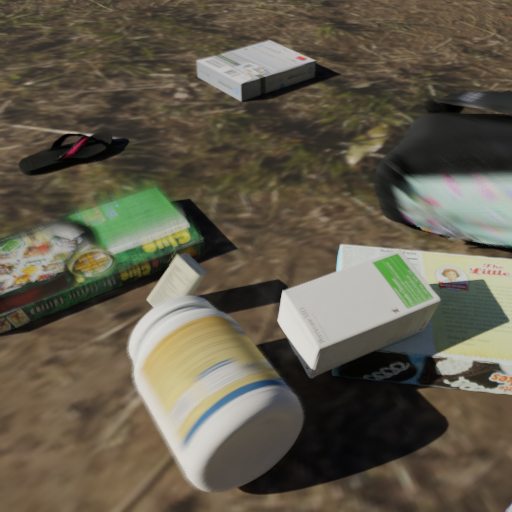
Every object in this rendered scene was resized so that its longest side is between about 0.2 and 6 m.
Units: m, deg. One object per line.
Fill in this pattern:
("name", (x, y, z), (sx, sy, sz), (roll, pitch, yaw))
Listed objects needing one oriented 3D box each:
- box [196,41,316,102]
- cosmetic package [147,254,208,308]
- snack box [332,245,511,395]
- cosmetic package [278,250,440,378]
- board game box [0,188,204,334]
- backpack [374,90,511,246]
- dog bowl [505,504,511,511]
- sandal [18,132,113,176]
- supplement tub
("box", (0.001, -4.585, 13.724), (2.324, 0.478, 1.812), (-28, 48, -28))
("cosmetic package", (-1.049, 0.405, 7.437), (0.422, 0.803, 0.285), (43, 20, 14))
("snack box", (2.679, 0.792, 7.173), (3.317, 0.615, 1.927), (5, 41, 6))
("cosmetic package", (1.129, 0.631, 6.319), (1.578, 0.669, 0.849), (-19, 55, -20))
("board game box", (-2.579, -0.045, 8.390), (3.220, 0.378, 1.687), (-22, 43, -24))
("backpack", (3.543, -1.253, 8.444), (2.841, 1.798, 2.371), (10, 54, 41))
("dog bowl", (2.765, 2.775, 4.873), (1.375, 0.542, 1.375), (0, 40, 0))
("sandal", (-3.610, -2.057, 10.736), (1.898, 0.428, 0.713), (-26, 47, -28))
("supplement tub", (-0.495, 1.383, 5.936), (1.296, 1.296, 1.792), (-22, 45, -24))
